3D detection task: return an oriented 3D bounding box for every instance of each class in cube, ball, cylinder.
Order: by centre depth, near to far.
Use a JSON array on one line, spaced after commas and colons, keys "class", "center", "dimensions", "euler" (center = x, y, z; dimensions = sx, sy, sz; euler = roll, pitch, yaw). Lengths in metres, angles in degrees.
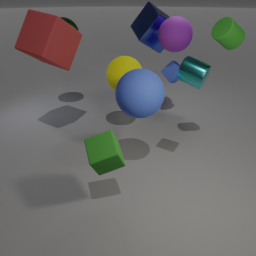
[{"class": "cube", "center": [-0.547, 0.595, 6.669], "dimensions": [0.700, 0.700, 0.700], "euler": [-20, 56, 3]}, {"class": "cylinder", "center": [1.788, -1.510, 7.624], "dimensions": [0.700, 0.700, 0.700], "euler": [29, 35, 16]}, {"class": "ball", "center": [0.338, -0.977, 7.954], "dimensions": [1.400, 1.400, 1.400], "euler": [0, 27, 0]}, {"class": "cylinder", "center": [2.940, -2.759, 8.210], "dimensions": [0.700, 0.700, 0.700], "euler": [22, 11, -36]}, {"class": "cube", "center": [-2.698, -2.986, 9.618], "dimensions": [1.400, 1.400, 1.400], "euler": [23, 3, 26]}, {"class": "ball", "center": [-0.127, -2.020, 10.643], "dimensions": [1.400, 1.400, 1.400], "euler": [0, 27, 0]}, {"class": "ball", "center": [1.938, -3.828, 11.481], "dimensions": [1.400, 1.400, 1.400], "euler": [0, 27, 0]}, {"class": "ball", "center": [-2.779, -3.995, 11.975], "dimensions": [1.400, 1.400, 1.400], "euler": [0, 27, 0]}, {"class": "cube", "center": [1.998, -2.451, 12.274], "dimensions": [0.700, 0.700, 0.700], "euler": [53, 26, 9]}, {"class": "cube", "center": [1.214, -4.596, 12.869], "dimensions": [1.400, 1.400, 1.400], "euler": [18, 36, -37]}]
